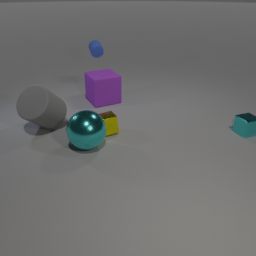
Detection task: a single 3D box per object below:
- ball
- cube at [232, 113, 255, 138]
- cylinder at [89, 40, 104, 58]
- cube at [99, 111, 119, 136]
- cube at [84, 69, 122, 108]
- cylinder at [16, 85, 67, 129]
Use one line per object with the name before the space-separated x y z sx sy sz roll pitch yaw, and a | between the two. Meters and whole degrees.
ball | -1.458 0.069 9.865 1.400 1.400 1.400 0 28 0
cube | 4.659 -0.115 11.011 0.700 0.700 0.700 -10 29 -18
cylinder | -1.713 -4.249 15.050 0.700 0.700 0.700 -8 44 -14
cube | -0.817 -0.180 11.001 0.700 0.700 0.700 -16 27 -16
cube | -1.233 -1.999 13.815 1.400 1.400 1.400 -13 31 -24
cylinder | -3.344 -0.791 10.957 1.400 1.400 1.400 12 -11 21
